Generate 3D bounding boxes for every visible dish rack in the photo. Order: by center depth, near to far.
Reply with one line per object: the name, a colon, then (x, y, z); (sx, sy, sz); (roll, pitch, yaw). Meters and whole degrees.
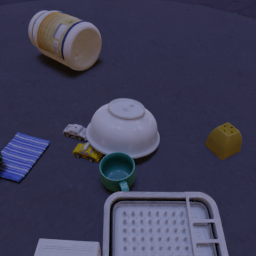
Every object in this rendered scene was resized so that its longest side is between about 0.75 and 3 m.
dish rack: (0.798, 2.641, 6.379); (2.743, 0.597, 2.354); (2, 53, -5)

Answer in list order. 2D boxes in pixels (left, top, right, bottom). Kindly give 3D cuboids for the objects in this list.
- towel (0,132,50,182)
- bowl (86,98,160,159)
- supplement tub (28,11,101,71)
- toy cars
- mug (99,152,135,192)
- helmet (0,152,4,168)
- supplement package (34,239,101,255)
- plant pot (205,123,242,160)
towel: (-3.466, 0.865, 8.850); (1.287, 0.212, 1.778); (13, 45, 14)
bowl: (-0.100, -0.197, 9.050); (2.470, 1.110, 2.470); (5, 35, -4)
supplement tub: (-2.888, -4.040, 12.699); (2.928, 2.114, 2.114); (30, 51, 27)
toy cars: (-1.525, 0.388, 9.217); (0.874, 0.432, 1.949); (-19, 46, -20)
mug: (-0.316, 1.373, 7.924); (1.001, 0.753, 1.218); (10, 46, 11)
helmet: (-4.005, 0.944, 8.139); (0.766, 0.730, 0.766); (-6, 61, 10)
supplement package: (-1.256, 3.462, 5.295); (1.292, 1.297, 2.211); (3, 43, 3)
plant pot: (3.109, 0.342, 8.955); (0.837, 0.862, 0.843); (-21, 48, -21)
